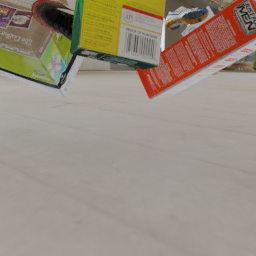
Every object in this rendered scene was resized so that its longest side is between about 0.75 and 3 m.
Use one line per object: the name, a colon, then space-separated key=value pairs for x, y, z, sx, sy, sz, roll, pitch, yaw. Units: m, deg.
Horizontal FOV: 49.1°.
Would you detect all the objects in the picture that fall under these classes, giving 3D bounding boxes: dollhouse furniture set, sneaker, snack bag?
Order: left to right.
sneaker: x=-0.983 y=-1.843 z=5.052 sx=1.545 sy=0.546 sz=0.755 roll=24 pitch=12 yaw=-20
sneaker: x=1.931 y=-3.805 z=9.307 sx=1.526 sy=0.673 sz=0.574 roll=-2 pitch=-24 yaw=33
snack bag: x=3.142 y=-3.776 z=11.304 sx=1.749 sy=1.649 sz=0.187 roll=-51 pitch=24 yaw=-10
dollhouse furniture set: x=2.152 y=-2.870 z=7.663 sx=2.315 sy=1.886 sz=2.202 roll=43 pitch=31 yaw=24

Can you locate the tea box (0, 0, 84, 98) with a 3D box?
tea box: x=-2.617 y=-2.225 z=7.087 sx=2.360 sy=1.577 sz=2.322 roll=20 pitch=-15 yaw=9

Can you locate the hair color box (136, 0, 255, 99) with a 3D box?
hair color box: x=1.628 y=-1.580 z=6.003 sx=2.661 sy=0.815 sz=1.350 roll=-27 pitch=-6 yaw=35

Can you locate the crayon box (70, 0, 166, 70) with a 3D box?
crayon box: x=-0.086 y=-2.236 z=4.632 sx=1.444 sy=2.274 sz=0.578 roll=7 pitch=1 yaw=-26
